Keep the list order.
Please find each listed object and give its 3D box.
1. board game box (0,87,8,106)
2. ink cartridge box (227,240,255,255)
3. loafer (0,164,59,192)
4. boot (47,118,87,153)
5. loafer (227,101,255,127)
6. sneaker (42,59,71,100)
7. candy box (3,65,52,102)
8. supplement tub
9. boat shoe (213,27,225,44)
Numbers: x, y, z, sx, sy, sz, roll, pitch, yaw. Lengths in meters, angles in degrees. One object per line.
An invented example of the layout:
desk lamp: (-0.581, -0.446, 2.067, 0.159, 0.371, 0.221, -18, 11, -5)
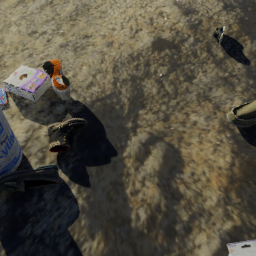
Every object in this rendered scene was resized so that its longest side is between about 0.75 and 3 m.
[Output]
board game box: (-5.311, -1.285, 11.599, 0.504, 0.095, 0.980, -20, 54, -13)
ink cartridge box: (3.337, 3.649, 7.589, 1.080, 0.220, 1.082, -6, 52, -5)
loafer: (-3.186, 1.694, 8.874, 2.001, 0.719, 0.629, -14, 59, -14)
boot: (-2.179, 0.262, 10.075, 1.491, 0.545, 1.122, -9, 51, -3)
loafer: (4.955, -0.772, 10.689, 2.502, 0.872, 0.941, -17, 53, -13)
sneaker: (-2.926, -1.957, 11.549, 0.805, 0.978, 2.126, -18, 54, -15)
candy box: (-4.187, -1.914, 11.810, 1.524, 0.545, 1.278, 21, 54, 15)
supplement tub: (-4.527, 0.272, 8.670, 1.795, 2.721, 1.795, 0, 51, 0)
boat shoe: (4.515, -4.685, 14.016, 0.494, 0.557, 1.490, 16, 52, 13)
